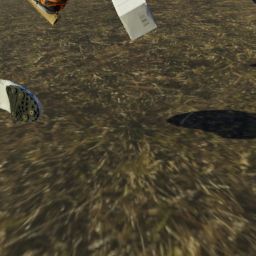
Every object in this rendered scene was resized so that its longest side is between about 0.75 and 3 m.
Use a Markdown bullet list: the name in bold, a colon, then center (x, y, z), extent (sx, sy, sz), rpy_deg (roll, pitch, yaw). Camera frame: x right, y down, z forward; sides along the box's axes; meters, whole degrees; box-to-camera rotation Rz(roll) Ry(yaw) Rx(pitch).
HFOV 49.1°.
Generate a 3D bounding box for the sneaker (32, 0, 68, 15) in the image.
- **sneaker**: center (-1.633, -2.575, 4.712), extent (1.441, 0.559, 0.807), rpy_deg (24, -15, -32)

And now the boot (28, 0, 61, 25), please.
- **boot**: center (-2.838, -3.885, 8.852), extent (0.493, 1.491, 1.306), rpy_deg (-47, 19, 0)

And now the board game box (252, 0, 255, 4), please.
- **board game box**: center (2.497, -1.808, 3.690), extent (1.524, 0.343, 1.159), rpy_deg (15, 20, 28)

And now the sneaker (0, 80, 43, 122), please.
- **sneaker**: center (-2.320, -0.615, 5.931), extent (1.965, 0.706, 0.712), rpy_deg (23, 18, 38)

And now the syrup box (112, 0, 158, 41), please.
- **syrup box**: center (0.099, -2.897, 6.841), extent (0.697, 0.674, 1.712), rpy_deg (-26, 41, 11)
